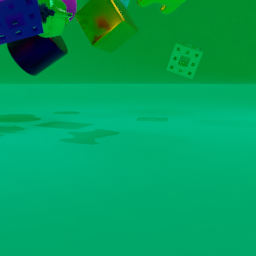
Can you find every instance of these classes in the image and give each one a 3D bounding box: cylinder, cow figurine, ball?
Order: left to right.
[{"bbox_3d":[-2.695,-2.431,8.420,1.274,1.274,1.274,-31,4,11],"label":"cylinder"},{"bbox_3d":[-2.259,-3.871,8.764,1.289,1.289,1.289,0,10,0],"label":"ball"},{"bbox_3d":[0.785,-2.910,5.351,1.551,0.851,1.526,1,-10,-38],"label":"cow figurine"}]

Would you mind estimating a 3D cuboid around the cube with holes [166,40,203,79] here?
[{"bbox_3d":[1.736,-2.107,8.569,0.826,0.826,0.826,20,26,5],"label":"cube with holes"}]

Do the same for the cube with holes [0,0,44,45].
[{"bbox_3d":[-2.334,-2.403,5.414,0.967,0.967,0.967,-23,-21,-18],"label":"cube with holes"}]

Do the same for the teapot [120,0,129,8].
[{"bbox_3d":[-0.470,-4.344,9.702,1.619,0.793,1.007,-11,-10,41],"label":"teapot"}]

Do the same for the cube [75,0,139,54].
[{"bbox_3d":[-0.520,-2.670,7.133,1.009,1.009,1.009,-33,-9,22],"label":"cube"}]

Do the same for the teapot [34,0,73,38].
[{"bbox_3d":[-1.719,-2.541,6.408,0.774,0.983,1.582,5,10,-29],"label":"teapot"}]
